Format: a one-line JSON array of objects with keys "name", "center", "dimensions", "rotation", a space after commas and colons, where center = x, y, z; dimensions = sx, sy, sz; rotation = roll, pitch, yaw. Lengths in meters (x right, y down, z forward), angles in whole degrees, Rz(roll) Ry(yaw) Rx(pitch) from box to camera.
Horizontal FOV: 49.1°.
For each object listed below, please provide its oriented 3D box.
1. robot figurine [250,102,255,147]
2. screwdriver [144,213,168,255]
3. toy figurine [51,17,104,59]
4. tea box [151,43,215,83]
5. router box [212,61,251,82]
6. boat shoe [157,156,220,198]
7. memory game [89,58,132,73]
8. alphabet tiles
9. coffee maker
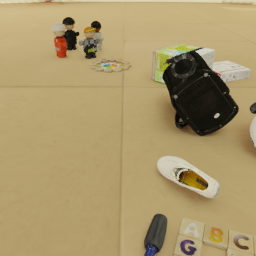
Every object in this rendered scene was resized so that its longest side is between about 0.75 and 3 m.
[{"name": "robot figurine", "center": [3.605, -0.042, 6.314], "dimensions": [1.918, 1.197, 1.441], "rotation": [-22, 20, -34]}, {"name": "screwdriver", "center": [0.243, 1.912, 3.663], "dimensions": [0.306, 0.293, 2.101], "rotation": [-38, 10, 28]}, {"name": "toy figurine", "center": [-2.388, -4.452, 13.685], "dimensions": [2.279, 1.611, 2.315], "rotation": [5, 29, 9]}, {"name": "tea box", "center": [2.017, -2.331, 10.390], "dimensions": [1.666, 1.132, 1.694], "rotation": [23, 37, 37]}, {"name": "router box", "center": [3.792, -2.238, 11.027], "dimensions": [1.445, 0.353, 1.297], "rotation": [-12, 31, -20]}, {"name": "boat shoe", "center": [1.011, 0.847, 5.173], "dimensions": [1.345, 0.477, 0.470], "rotation": [30, -1, 43]}, {"name": "memory game", "center": [-0.759, -2.749, 12.181], "dimensions": [1.868, 0.119, 1.868], "rotation": [0, 29, 0]}, {"name": "alphabet tiles", "center": [1.635, 2.106, 3.595], "dimensions": [2.204, 0.083, 1.843], "rotation": [9, 30, 17]}, {"name": "coffee maker", "center": [1.748, -1.254, 7.461], "dimensions": [1.524, 2.173, 2.262], "rotation": [-15, 27, 7]}]
